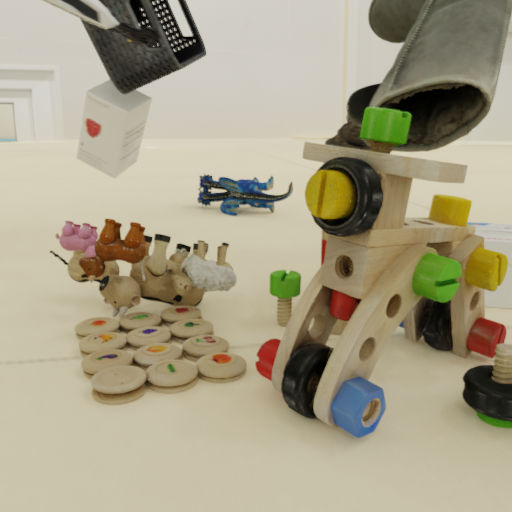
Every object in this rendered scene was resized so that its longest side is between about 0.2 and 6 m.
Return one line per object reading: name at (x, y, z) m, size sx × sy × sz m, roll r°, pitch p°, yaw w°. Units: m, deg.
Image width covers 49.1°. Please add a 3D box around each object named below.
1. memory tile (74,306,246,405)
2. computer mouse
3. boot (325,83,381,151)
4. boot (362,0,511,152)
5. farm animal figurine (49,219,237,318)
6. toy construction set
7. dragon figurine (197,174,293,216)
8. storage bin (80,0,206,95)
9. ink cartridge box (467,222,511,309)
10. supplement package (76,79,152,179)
memory tile at (-1.011, 0.881, 5.523) m, size 1.422 × 0.156 × 1.855 m, roll -6°, pitch 16°, yaw -22°
computer mouse at (-2.027, -3.121, 7.135) m, size 1.543 × 0.338 × 0.846 m, roll 13°, pitch 16°, yaw -41°
boot at (2.175, -2.006, 8.493) m, size 2.162 × 0.748 × 1.882 m, roll 0°, pitch -7°, yaw 3°
boot at (2.132, -2.663, 7.270) m, size 1.199 × 3.305 × 3.005 m, roll 29°, pitch -20°, yaw -20°
farm animal figurine at (-1.378, 0.234, 6.475) m, size 1.870 × 0.986 × 1.890 m, roll 11°, pitch -7°, yaw -24°
toy construction set at (1.115, -0.122, 5.057) m, size 2.536 × 2.336 × 3.041 m, roll -4°, pitch 15°, yaw -17°
dragon figurine at (-0.369, -1.409, 12.919) m, size 1.462 × 0.865 × 2.941 m, roll -7°, pitch 16°, yaw -27°
storage bin at (-1.873, -3.907, 9.575) m, size 1.149 × 1.657 × 2.451 m, roll -19°, pitch 22°, yaw 14°
ink cartridge box at (3.058, 0.093, 7.165) m, size 0.848 × 0.844 × 1.156 m, roll 4°, pitch 15°, yaw 15°
supplement package at (-2.605, -2.323, 10.212) m, size 0.866 × 1.428 × 0.855 m, roll 28°, pitch 38°, yaw 5°
